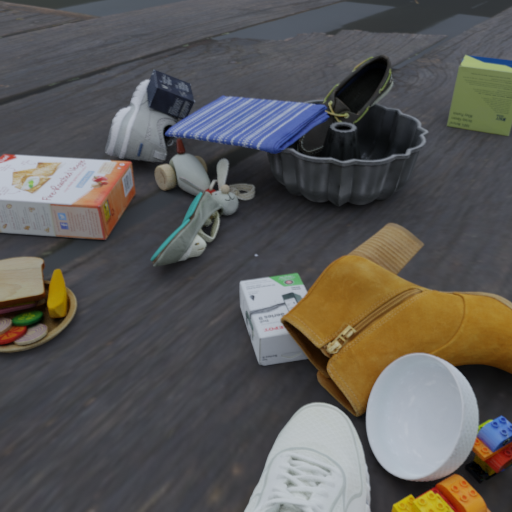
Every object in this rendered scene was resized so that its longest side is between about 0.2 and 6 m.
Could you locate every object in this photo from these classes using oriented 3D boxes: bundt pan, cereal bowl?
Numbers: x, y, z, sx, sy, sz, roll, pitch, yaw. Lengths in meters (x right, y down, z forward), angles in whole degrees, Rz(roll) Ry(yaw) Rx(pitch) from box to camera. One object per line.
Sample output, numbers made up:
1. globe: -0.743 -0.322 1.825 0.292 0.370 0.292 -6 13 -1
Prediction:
1. bundt pan: 1.577 -1.903 10.540 3.040 1.141 3.040 1 35 0
2. cereal bowl: 1.707 1.624 5.592 0.512 1.229 1.229 21 26 -28

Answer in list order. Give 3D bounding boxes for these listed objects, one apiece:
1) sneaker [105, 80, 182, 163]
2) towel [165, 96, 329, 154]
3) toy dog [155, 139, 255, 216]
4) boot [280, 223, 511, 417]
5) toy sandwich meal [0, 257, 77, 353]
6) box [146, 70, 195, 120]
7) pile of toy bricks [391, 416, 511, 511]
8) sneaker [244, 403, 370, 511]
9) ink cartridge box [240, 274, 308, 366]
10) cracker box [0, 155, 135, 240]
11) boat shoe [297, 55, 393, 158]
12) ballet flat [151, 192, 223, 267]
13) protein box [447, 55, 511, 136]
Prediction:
1. sneaker: -2.215 -2.772 12.114 1.313 1.197 3.203 22 36 -9
2. towel: -0.160 -2.431 10.326 2.549 0.304 1.845 16 42 33
3. toy dog: -1.008 -1.507 10.147 1.929 0.929 1.272 18 39 24
4. boot: 1.876 1.137 6.460 2.910 1.024 2.083 41 71 15
5. toy sandwich meal: -3.149 0.613 7.442 1.586 0.543 1.586 0 35 0
6. box: -1.800 -3.353 11.682 0.851 0.500 0.837 15 37 -27
7. pile of toy bricks: 2.634 1.866 4.873 2.884 1.424 1.600 -18 39 -24
8. sneaker: 0.343 2.238 4.595 1.094 1.180 2.911 9 35 16
9. ink cartridge box: 0.313 0.793 7.235 0.845 0.487 1.158 -8 36 -11
10. cracker box: -3.550 -1.063 9.695 2.480 0.715 1.661 3 35 6
11. boat shoe: 1.687 -2.897 10.934 0.884 0.747 2.480 43 91 14
12. ballet flat: -0.975 -0.351 8.804 0.622 0.658 1.953 39 38 -11
13. protein box: 5.287 -3.684 12.837 1.410 1.420 0.958 15 38 21
